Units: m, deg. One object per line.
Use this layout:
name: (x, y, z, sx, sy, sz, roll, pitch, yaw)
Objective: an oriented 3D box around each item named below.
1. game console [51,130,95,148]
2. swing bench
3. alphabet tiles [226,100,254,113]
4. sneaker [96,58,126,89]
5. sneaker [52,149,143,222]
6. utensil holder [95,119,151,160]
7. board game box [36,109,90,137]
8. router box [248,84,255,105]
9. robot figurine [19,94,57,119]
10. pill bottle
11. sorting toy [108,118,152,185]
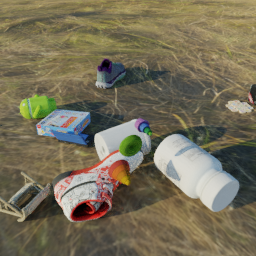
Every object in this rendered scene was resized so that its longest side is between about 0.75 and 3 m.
game console: (-1.933, 0.218, 10.070, 1.236, 0.731, 1.055, 10, 34, 16)
swing bench: (-2.775, 1.875, 7.538, 1.032, 0.670, 1.027, 19, 36, 19)
alphabet tiles: (5.006, -0.961, 12.567, 1.064, 0.079, 1.087, -8, 33, -12)
sneaker: (-0.840, -3.227, 15.015, 1.111, 1.307, 2.987, 8, 34, 13)
sneaker: (-0.539, 1.558, 7.731, 2.844, 0.950, 1.524, -19, 35, -21)
utensil holder: (-0.191, 0.503, 9.158, 1.466, 1.246, 1.246, -18, 36, -25)
board game box: (-2.440, -0.184, 10.811, 1.512, 0.431, 1.544, 7, 27, 14)
router box: (6.961, -1.167, 12.163, 2.027, 0.840, 2.705, -12, 35, -18)
robot figurine: (-3.758, -0.849, 11.641, 1.507, 0.872, 1.322, -11, 35, -18)
pill bottle: (1.890, 1.227, 7.916, 1.294, 1.294, 2.263, -18, 36, -27)
sorting toy: (0.135, 0.672, 6.723, 0.625, 1.802, 0.620, 10, 25, -35)
